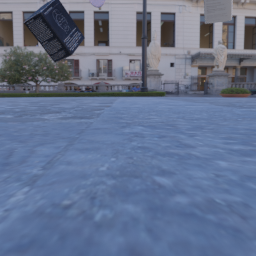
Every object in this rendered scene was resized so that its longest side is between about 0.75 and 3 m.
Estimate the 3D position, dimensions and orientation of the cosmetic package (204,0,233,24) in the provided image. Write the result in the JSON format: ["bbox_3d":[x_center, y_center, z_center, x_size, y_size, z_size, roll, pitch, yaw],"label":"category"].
[{"bbox_3d":[2.072,-3.399,6.476,0.661,1.629,0.919,-2,44,19],"label":"cosmetic package"}]

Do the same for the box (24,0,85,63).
[{"bbox_3d":[-2.323,-3.145,9.045,0.834,1.557,1.156,-13,38,32],"label":"box"}]

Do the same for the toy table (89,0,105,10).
[{"bbox_3d":[-0.989,-4.239,8.843,0.877,0.954,0.559,1,7,0],"label":"toy table"}]
